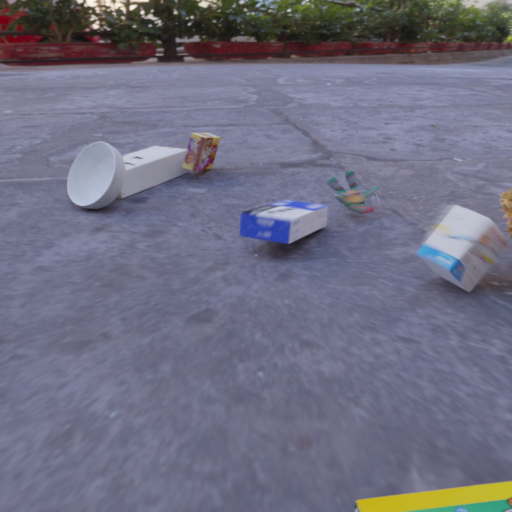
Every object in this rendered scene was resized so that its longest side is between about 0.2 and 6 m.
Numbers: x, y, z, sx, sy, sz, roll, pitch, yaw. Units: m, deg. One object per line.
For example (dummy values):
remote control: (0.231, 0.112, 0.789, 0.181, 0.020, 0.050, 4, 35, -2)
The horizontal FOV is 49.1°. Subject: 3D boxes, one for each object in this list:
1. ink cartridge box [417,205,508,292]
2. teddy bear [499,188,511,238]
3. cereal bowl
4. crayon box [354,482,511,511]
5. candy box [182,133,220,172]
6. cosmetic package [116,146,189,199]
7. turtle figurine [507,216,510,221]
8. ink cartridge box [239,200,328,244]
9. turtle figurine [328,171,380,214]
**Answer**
ink cartridge box: (2.906, -0.113, 7.886, 0.666, 0.905, 0.655, 37, 1, -36)
teddy bear: (5.089, -0.148, 7.955, 3.438, 1.148, 2.493, -8, 52, -25)
cereal bowl: (-3.145, -1.563, 11.347, 1.392, 1.392, 0.580, 19, -5, 36)
crayon box: (1.485, 2.188, 3.458, 1.357, 0.459, 1.573, -2, 23, -9)
candy box: (-1.299, -2.506, 13.452, 0.403, 0.832, 1.427, 19, 14, 5)
cosmetic package: (-2.686, -1.999, 12.958, 1.037, 0.636, 2.513, 13, 26, 25)
turtle figurine: (4.598, -0.316, 8.686, 1.460, 0.470, 1.177, 0, 51, -39)
ink cartridge box: (0.518, -0.620, 9.543, 0.876, 0.412, 1.863, 10, 15, 22)
turtle figurine: (1.850, -1.153, 10.712, 0.841, 0.565, 1.123, -9, 43, -16)
